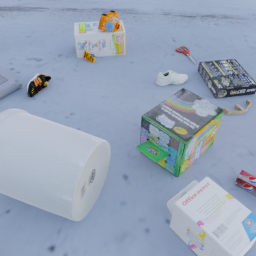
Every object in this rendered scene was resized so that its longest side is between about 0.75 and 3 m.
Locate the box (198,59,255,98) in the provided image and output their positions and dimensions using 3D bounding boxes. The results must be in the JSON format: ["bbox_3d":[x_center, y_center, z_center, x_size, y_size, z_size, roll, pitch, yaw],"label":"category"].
[{"bbox_3d":[4.456,-2.307,12.724,1.863,0.568,2.312,-6,44,-8],"label":"box"}]

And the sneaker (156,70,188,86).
[{"bbox_3d":[2.038,-2.297,12.699,1.508,0.604,0.530,-10,43,-12],"label":"sneaker"}]

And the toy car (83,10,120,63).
[{"bbox_3d":[-1.165,-4.487,14.052,0.893,2.683,1.316,36,29,11],"label":"toy car"}]

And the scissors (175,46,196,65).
[{"bbox_3d":[3.213,-3.848,14.669,0.701,0.133,1.916,-18,45,-21],"label":"scissors"}]

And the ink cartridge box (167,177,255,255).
[{"bbox_3d":[2.103,2.406,7.193,1.310,1.276,2.038,-29,50,-27],"label":"ink cartridge box"}]

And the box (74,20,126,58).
[{"bbox_3d":[-1.451,-4.661,14.664,2.582,1.309,1.452,-5,45,-5],"label":"box"}]

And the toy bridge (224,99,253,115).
[{"bbox_3d":[4.537,-0.789,11.387,1.387,0.189,0.466,-20,48,-20],"label":"toy bridge"}]

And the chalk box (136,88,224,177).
[{"bbox_3d":[1.507,0.261,9.179,2.783,1.723,1.732,-34,54,-30],"label":"chalk box"}]

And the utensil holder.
[{"bbox_3d":[-2.249,0.997,7.892,2.899,2.464,2.464,16,46,13],"label":"utensil holder"}]

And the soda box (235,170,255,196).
[{"bbox_3d":[3.910,1.784,8.485,1.200,0.420,0.380,29,50,27],"label":"soda box"}]

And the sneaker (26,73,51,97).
[{"bbox_3d":[-3.890,-1.906,12.306,0.705,0.548,1.567,2,41,7],"label":"sneaker"}]

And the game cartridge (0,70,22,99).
[{"bbox_3d":[-6.270,-2.009,12.478,2.672,0.546,1.779,28,46,27],"label":"game cartridge"}]
